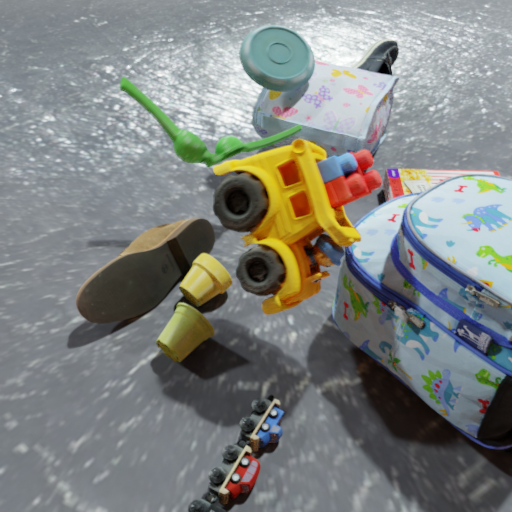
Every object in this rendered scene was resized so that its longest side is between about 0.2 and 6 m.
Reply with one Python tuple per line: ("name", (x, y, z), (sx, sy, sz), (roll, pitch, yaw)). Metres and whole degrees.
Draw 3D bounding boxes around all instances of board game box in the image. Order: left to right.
("board game box", (3.770, -1.022, 11.025), (2.299, 0.532, 1.741), (2, 41, 2))

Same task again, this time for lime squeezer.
("lime squeezer", (-0.784, -2.184, 10.251), (3.508, 0.662, 1.239), (9, 59, -21))

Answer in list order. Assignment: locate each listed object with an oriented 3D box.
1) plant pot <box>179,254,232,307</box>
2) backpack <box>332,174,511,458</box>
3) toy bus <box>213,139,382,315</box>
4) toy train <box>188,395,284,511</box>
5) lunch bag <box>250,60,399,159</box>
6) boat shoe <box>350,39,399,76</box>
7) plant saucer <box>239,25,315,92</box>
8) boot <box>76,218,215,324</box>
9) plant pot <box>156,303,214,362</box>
("plant pot", (-0.878, 0.442, 9.267), (0.723, 0.723, 0.680), (31, 64, 31))
("backpack", (3.003, 0.358, 7.907), (3.195, 2.566, 3.492), (-27, 44, -33))
("toy bus", (0.713, -0.497, 7.492), (2.066, 2.152, 1.460), (-19, -4, 20))
("toy train", (-0.232, 2.655, 6.896), (0.532, 0.397, 2.325), (21, 46, 18))
("lunch bag", (1.515, -3.090, 12.435), (2.547, 1.909, 3.004), (16, 34, 16))
("boat shoe", (3.139, -4.813, 14.977), (1.019, 1.221, 3.272), (29, 50, 18))
("plant saucer", (0.457, -4.072, 11.375), (1.587, 0.218, 1.587), (3, 72, -10))
("boot", (-1.981, 0.206, 9.508), (1.054, 1.028, 2.794), (8, 34, 41))
("plant pot", (-1.112, 1.201, 8.421), (0.731, 0.731, 0.672), (25, 59, 26))
